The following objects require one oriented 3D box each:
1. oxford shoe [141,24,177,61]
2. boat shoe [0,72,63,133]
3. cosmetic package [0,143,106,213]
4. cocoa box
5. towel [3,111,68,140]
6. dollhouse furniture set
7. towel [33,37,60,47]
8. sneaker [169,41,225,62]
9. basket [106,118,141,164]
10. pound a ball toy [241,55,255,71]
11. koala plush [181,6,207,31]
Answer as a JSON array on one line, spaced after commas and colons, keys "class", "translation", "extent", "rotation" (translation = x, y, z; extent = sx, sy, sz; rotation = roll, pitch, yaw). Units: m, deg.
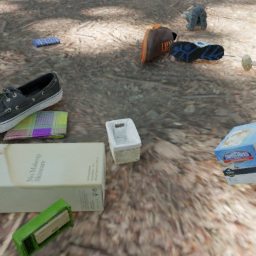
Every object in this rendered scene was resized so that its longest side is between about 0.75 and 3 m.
[{"class": "oxford shoe", "translation": [1.257, -3.384, 11.046], "extent": [1.067, 1.047, 2.941], "rotation": [16, 41, 12]}, {"class": "boat shoe", "translation": [-2.952, -0.765, 7.518], "extent": [0.960, 0.909, 2.745], "rotation": [32, 48, 34]}, {"class": "cosmetic package", "translation": [-1.634, 0.983, 5.678], "extent": [2.322, 0.849, 1.202], "rotation": [-1, 39, -2]}, {"class": "cocoa box", "translation": [2.551, 0.493, 5.907], "extent": [0.848, 0.835, 1.272], "rotation": [-17, 12, 45]}, {"class": "towel", "translation": [-2.444, -0.082, 7.551], "extent": [1.590, 0.181, 1.142], "rotation": [-4, 38, -6]}, {"class": "dollhouse furniture set", "translation": [-0.567, 2.144, 3.943], "extent": [2.416, 1.208, 0.933], "rotation": [30, 47, 34]}, {"class": "towel", "translation": [-3.567, -3.770, 12.252], "extent": [1.078, 0.128, 0.780], "rotation": [-16, 39, -22]}, {"class": "sneaker", "translation": [2.609, -2.951, 10.822], "extent": [2.077, 0.786, 0.800], "rotation": [9, 22, 7]}, {"class": "basket", "translation": [-0.120, 0.319, 6.693], "extent": [0.672, 0.612, 0.991], "rotation": [-9, 38, -10]}, {"class": "pound a ball toy", "translation": [5.503, -2.264, 9.818], "extent": [2.530, 1.075, 1.650], "rotation": [28, 72, 30]}, {"class": "koala plush", "translation": [3.206, -5.393, 13.658], "extent": [1.035, 1.073, 1.167], "rotation": [-9, 27, -11]}]
